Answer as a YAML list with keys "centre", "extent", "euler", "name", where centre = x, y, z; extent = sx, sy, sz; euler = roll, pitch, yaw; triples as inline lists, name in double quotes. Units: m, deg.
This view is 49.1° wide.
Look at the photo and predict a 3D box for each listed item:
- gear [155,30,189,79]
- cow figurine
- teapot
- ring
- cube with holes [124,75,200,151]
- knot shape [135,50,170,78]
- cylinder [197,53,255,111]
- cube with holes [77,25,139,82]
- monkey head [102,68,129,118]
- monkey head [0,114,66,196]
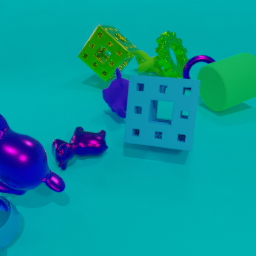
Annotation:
- centre: [1.633, -2.576, 10.068]
  extent: [0.326, 1.763, 1.763]
  euler: [-14, 15, 40]
  name: "gear"
- centre: [-0.985, 0.411, 5.839]
  extent: [1.139, 0.625, 1.121]
  euler: [6, 27, -2]
  name: "cow figurine"
- centre: [-1.991, 1.267, 3.974]
  extent: [0.833, 0.656, 1.340]
  euler: [-13, 50, -29]
  name: "teapot"
- centre: [2.395, -1.810, 9.234]
  extent: [1.188, 1.188, 0.238]
  euler: [3, 24, 6]
  name: "ring"
- centre: [0.773, -0.360, 6.009]
  extent: [1.338, 1.338, 1.338]
  euler: [7, 7, 12]
  name: "cube with holes"
- centre: [0.890, -2.514, 10.851]
  extent: [1.679, 0.776, 1.571]
  euler: [-4, 23, -44]
  name: "knot shape"
- centre: [2.869, -1.296, 7.881]
  extent: [1.328, 1.328, 1.328]
  euler: [-21, 33, -16]
  name: "cylinder"
- centre: [-0.638, -2.546, 9.512]
  extent: [1.269, 1.269, 1.269]
  euler: [42, 25, 1]
  name: "cube with holes"
- centre: [-0.104, -0.791, 7.490]
  extent: [0.921, 1.528, 1.100]
  euler: [-37, 38, -2]
  name: "monkey head"
- centre: [-1.653, 0.441, 4.381]
  extent: [0.938, 1.557, 1.120]
  euler: [-32, 16, 23]
  name: "monkey head"
